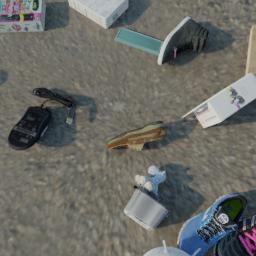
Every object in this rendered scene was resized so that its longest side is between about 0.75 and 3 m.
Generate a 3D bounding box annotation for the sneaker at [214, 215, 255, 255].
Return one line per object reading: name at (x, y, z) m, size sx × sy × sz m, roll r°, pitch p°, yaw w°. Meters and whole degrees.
sneaker at (3.394, 2.653, 7.041) m, size 2.701 × 1.181 × 0.996 m, roll -25°, pitch 70°, yaw -10°

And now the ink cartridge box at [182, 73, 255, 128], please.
ink cartridge box at (2.759, -0.673, 8.283) m, size 2.098 × 1.208 × 0.712 m, roll -32°, pitch 87°, yaw -11°

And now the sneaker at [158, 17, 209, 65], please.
sneaker at (1.933, -2.788, 9.381) m, size 1.102 × 0.786 × 2.223 m, roll 32°, pitch 68°, yaw 17°

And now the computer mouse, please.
computer mouse at (-2.494, -0.150, 8.543) m, size 1.595 × 0.523 × 2.272 m, roll 13°, pitch 60°, yaw 7°

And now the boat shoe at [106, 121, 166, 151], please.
boat shoe at (0.263, 0.358, 8.213) m, size 1.808 × 0.684 × 0.668 m, roll -20°, pitch 90°, yaw 3°

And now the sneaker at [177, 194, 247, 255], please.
sneaker at (2.174, 2.421, 7.176) m, size 2.263 × 1.009 × 0.889 m, roll -38°, pitch 71°, yaw -17°

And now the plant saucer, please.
plant saucer at (0.415, -3.069, 9.849) m, size 1.723 × 0.163 × 0.602 m, roll 22°, pitch 70°, yaw 7°

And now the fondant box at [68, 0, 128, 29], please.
fondant box at (-1.082, -4.639, 10.257) m, size 1.831 × 0.533 × 1.321 m, roll 36°, pitch 73°, yaw 12°

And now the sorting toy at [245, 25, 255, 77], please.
sorting toy at (4.953, -2.005, 9.077) m, size 2.290 × 0.797 × 2.276 m, roll 13°, pitch 69°, yaw 5°

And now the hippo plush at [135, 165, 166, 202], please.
hippo plush at (0.742, 1.428, 7.773) m, size 0.917 × 0.730 × 0.737 m, roll 39°, pitch 74°, yaw 14°

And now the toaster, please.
toaster at (0.440, 2.168, 7.504) m, size 1.229 × 0.699 × 0.794 m, roll 33°, pitch 75°, yaw 11°

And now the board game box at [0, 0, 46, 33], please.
board game box at (-3.847, -4.076, 10.052) m, size 1.611 × 0.518 × 1.188 m, roll -4°, pitch 68°, yaw -1°

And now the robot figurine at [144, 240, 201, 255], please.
robot figurine at (0.778, 3.872, 6.158) m, size 2.335 × 1.555 × 2.754 m, roll 19°, pitch 88°, yaw -30°
